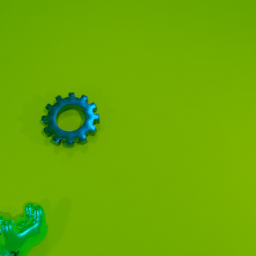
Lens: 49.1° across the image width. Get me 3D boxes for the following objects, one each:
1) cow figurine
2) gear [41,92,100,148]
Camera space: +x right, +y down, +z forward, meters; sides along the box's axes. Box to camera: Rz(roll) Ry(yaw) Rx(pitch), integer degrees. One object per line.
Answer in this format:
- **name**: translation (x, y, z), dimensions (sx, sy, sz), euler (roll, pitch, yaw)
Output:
- **cow figurine**: translation (-2.498, 2.720, 6.284), dimensions (1.681, 0.923, 1.654), euler (-16, 97, -45)
- **gear**: translation (-1.587, -0.236, 7.822), dimensions (1.562, 0.289, 1.562), euler (0, 67, -1)
